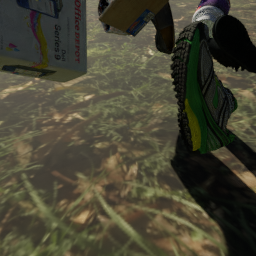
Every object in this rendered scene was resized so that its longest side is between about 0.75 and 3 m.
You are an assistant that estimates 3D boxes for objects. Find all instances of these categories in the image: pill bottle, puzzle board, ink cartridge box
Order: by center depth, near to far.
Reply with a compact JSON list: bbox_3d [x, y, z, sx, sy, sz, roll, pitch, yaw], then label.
[{"bbox_3d":[1.771,-2.371,6.020,0.696,0.696,1.248,12,49,18],"label":"pill bottle"},{"bbox_3d":[-2.285,-2.212,6.107,2.694,1.957,1.179,4,-6,-44],"label":"ink cartridge box"},{"bbox_3d":[0.476,-4.018,8.631,1.904,2.526,0.220,-1,56,-54],"label":"puzzle board"}]

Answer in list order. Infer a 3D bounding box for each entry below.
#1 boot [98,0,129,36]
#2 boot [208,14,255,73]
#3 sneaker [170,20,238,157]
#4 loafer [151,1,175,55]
[{"bbox_3d":[-0.474,-4.793,10.170,1.313,2.747,1.010,-14,8,-44],"label":"boot"},{"bbox_3d":[1.062,-0.891,3.012,0.785,0.290,0.643,36,10,-23],"label":"boot"},{"bbox_3d":[1.424,-0.715,5.236,1.057,2.482,0.968,-13,23,-2],"label":"sneaker"},{"bbox_3d":[1.316,-3.701,9.864,0.824,2.263,0.818,-25,35,-8],"label":"loafer"}]
